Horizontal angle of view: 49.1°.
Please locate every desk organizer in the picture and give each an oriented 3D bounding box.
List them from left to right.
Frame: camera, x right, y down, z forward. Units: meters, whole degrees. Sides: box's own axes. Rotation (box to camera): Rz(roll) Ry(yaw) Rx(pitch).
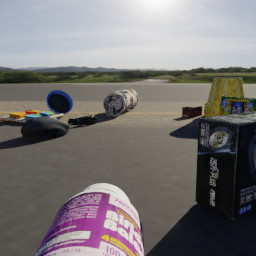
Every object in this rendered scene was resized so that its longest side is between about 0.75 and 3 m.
[{"bbox_3d":[2.395,-0.622,10.425,0.898,0.346,0.322,-10,15,-42],"label":"desk organizer"}]

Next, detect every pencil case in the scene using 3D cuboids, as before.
[{"bbox_3d":[-0.258,-1.010,11.140,0.861,0.990,2.214,31,18,8],"label":"pencil case"}]

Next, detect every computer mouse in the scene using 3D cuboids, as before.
[{"bbox_3d":[-1.755,-0.183,7.793,0.870,0.505,2.967,4,11,23],"label":"computer mouse"}]

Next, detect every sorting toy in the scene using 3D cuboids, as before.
[{"bbox_3d":[-3.209,-0.404,9.454,1.600,0.292,1.481,3,11,18],"label":"sorting toy"}]

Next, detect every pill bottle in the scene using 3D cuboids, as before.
[{"bbox_3d":[-0.233,0.854,1.930,0.706,0.706,1.257,0,11,0],"label":"pill bottle"}]

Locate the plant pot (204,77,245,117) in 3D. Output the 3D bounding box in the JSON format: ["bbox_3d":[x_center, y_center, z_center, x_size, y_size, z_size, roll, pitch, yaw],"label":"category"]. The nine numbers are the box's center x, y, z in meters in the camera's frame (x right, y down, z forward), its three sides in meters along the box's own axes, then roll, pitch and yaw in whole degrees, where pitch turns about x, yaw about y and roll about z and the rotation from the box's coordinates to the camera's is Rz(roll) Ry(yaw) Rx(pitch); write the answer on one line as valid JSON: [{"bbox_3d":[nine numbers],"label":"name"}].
[{"bbox_3d":[3.550,-1.099,10.100,1.510,1.420,1.510,1,10,0],"label":"plant pot"}]

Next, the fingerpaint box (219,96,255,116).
[{"bbox_3d":[3.280,-0.487,8.336,1.025,0.855,0.376,12,10,42],"label":"fingerpaint box"}]

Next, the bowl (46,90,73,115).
[{"bbox_3d":[-2.642,-0.974,10.799,1.037,1.037,0.204,-8,-20,-35],"label":"bowl"}]

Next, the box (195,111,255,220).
[{"bbox_3d":[1.500,0.369,3.447,1.305,1.069,0.562,-7,12,-33],"label":"box"}]
